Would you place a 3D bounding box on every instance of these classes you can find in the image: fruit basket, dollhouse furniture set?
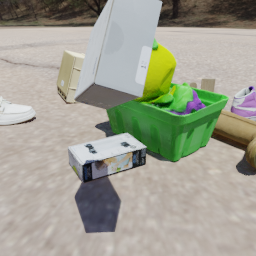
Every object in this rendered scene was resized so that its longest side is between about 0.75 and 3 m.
[{"bbox_3d":[0.634,-0.951,6.479,2.150,2.981,2.981,-20,30,-38],"label":"fruit basket"},{"bbox_3d":[2.328,-1.393,9.745,1.096,0.939,1.153,2,24,5],"label":"dollhouse furniture set"}]

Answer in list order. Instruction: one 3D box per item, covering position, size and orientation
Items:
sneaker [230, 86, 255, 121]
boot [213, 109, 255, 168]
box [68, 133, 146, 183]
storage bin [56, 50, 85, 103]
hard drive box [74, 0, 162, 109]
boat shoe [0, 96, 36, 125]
[{"bbox_3d":[3.823,-0.747,8.233,1.737,0.990,0.629,-9,24,-22],"label":"sneaker"},{"bbox_3d":[2.557,0.151,6.580,1.942,0.733,2.217,-2,21,-38],"label":"boot"},{"bbox_3d":[-0.437,0.582,5.863,1.446,0.435,0.844,-13,27,-28],"label":"box"},{"bbox_3d":[-1.927,-1.860,10.075,0.763,1.616,1.628,7,18,-30],"label":"storage bin"},{"bbox_3d":[-0.182,-0.754,3.044,0.468,0.950,1.219,14,-5,-17],"label":"hard drive box"},{"bbox_3d":[-3.837,-0.573,8.071,2.241,0.777,0.793,-1,24,-2],"label":"boat shoe"}]
